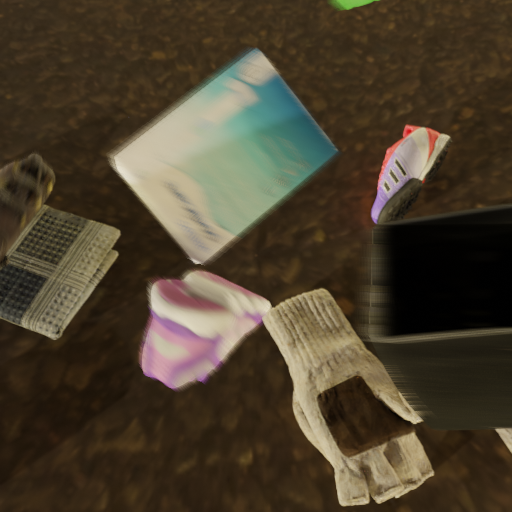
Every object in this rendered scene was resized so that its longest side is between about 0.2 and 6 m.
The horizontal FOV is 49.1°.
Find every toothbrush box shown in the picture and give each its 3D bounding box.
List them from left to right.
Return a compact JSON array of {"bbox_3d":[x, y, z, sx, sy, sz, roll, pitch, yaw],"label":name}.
[{"bbox_3d":[-0.300,-0.910,5.395,1.694,0.722,1.240,-41,95,-9],"label":"toothbrush box"}]

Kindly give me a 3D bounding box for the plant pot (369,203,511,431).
[{"bbox_3d":[1.678,0.539,4.197,1.397,1.242,1.400,-9,33,19],"label":"plant pot"}]

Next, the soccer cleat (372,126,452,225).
[{"bbox_3d":[2.362,-1.335,9.182,0.859,0.801,2.349,30,58,19],"label":"soccer cleat"}]

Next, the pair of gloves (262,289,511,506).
[{"bbox_3d":[2.161,1.416,7.479,3.551,0.623,3.020,-14,58,-10],"label":"pair of gloves"}]

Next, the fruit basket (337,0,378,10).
[{"bbox_3d":[1.400,-4.596,8.504,0.984,1.364,1.364,-8,55,20],"label":"fruit basket"}]

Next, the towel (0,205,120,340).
[{"bbox_3d":[-3.270,0.135,8.545,1.912,0.343,1.986,18,61,15],"label":"towel"}]

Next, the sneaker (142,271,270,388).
[{"bbox_3d":[-0.531,0.740,5.631,0.876,2.178,0.963,21,97,14],"label":"sneaker"}]

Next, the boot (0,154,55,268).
[{"bbox_3d":[-2.628,-0.041,5.078,0.968,2.795,2.433,43,54,-26],"label":"boot"}]
